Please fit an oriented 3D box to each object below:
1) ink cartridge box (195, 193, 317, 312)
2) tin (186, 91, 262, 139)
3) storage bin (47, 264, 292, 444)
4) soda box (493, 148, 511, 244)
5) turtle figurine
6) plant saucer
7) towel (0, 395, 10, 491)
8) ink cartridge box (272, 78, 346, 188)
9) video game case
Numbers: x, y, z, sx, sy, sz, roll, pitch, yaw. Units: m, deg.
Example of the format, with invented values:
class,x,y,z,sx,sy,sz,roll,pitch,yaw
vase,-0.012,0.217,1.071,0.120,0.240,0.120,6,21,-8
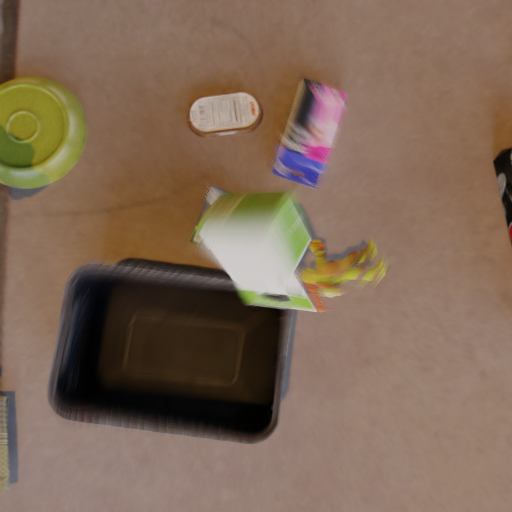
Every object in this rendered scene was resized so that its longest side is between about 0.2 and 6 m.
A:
class,x,y,z,sx,sy,sz,roll,pitch,yaw
ink cartridge box,0.130,-0.025,7.649,1.230,1.664,0.630,3,50,38
tin,-0.566,-2.510,9.972,1.357,0.284,0.760,-7,87,-1
storage bin,-1.230,1.483,8.793,3.360,1.575,2.272,7,83,2
soda box,5.006,-0.212,9.243,1.209,1.082,3.417,-9,82,0
turtle figurine,1.107,0.246,7.537,1.144,1.419,0.457,-12,126,-1
plant saucer,-4.069,-2.239,9.900,2.079,0.323,2.079,0,82,0
towel,-4.781,3.112,9.211,1.530,0.274,1.589,-4,81,2
ink cartridge box,0.927,-2.145,9.828,0.827,0.324,1.747,18,87,-7
video game case,-0.287,-0.463,9.538,1.418,0.135,1.013,21,82,-8
